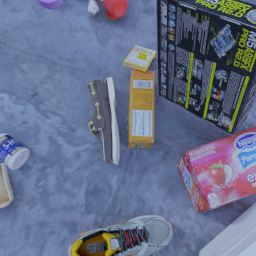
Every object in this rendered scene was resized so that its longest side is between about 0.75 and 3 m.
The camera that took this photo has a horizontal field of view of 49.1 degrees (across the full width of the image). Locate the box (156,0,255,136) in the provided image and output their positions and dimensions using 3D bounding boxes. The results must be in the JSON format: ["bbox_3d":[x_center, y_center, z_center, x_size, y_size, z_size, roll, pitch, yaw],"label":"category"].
[{"bbox_3d":[1.509,-1.214,5.373,2.030,2.534,0.561,33,63,27],"label":"box"}]

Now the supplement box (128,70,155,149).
[{"bbox_3d":[0.369,-0.520,7.851,0.732,0.708,2.129,5,71,-1],"label":"supplement box"}]

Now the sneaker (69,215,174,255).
[{"bbox_3d":[-0.135,2.717,6.549,2.547,1.046,0.992,-15,72,-6],"label":"sneaker"}]

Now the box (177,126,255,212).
[{"bbox_3d":[2.884,0.896,6.949,2.948,1.470,1.407,-19,72,-6],"label":"box"}]

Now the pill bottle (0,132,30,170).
[{"bbox_3d":[-3.278,0.546,7.495,1.122,0.672,0.672,33,74,11],"label":"pill bottle"}]

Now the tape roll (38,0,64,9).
[{"bbox_3d":[-2.614,-4.491,9.435,0.926,0.304,0.926,0,70,0],"label":"tape roll"}]

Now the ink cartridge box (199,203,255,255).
[{"bbox_3d":[3.139,3.275,5.479,2.143,2.133,2.921,-45,76,8],"label":"ink cartridge box"}]

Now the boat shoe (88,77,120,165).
[{"bbox_3d":[-0.672,-0.214,7.647,0.770,0.929,2.586,-6,67,-1],"label":"boat shoe"}]

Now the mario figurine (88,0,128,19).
[{"bbox_3d":[-0.695,-4.333,9.248,1.372,1.178,2.222,-38,60,24],"label":"mario figurine"}]

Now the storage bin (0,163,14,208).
[{"bbox_3d":[-3.569,1.509,7.052,1.041,0.491,1.048,-12,97,-4],"label":"storage bin"}]

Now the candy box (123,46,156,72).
[{"bbox_3d":[0.368,-2.074,8.295,0.691,0.178,1.351,16,38,8],"label":"candy box"}]
